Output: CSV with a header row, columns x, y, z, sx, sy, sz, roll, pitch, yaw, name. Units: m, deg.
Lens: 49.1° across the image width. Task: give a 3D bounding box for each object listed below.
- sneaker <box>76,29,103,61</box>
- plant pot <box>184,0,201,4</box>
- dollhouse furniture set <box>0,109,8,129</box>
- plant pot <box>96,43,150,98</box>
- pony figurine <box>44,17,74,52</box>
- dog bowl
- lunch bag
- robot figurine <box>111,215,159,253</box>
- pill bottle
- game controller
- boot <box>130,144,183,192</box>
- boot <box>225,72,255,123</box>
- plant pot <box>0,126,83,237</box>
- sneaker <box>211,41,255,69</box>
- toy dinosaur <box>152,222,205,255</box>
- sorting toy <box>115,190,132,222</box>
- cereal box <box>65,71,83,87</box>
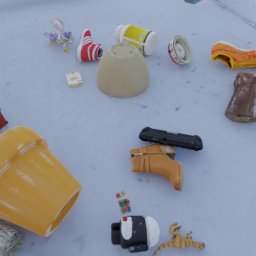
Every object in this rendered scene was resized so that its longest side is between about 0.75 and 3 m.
x,y,z,sx,sy,sz,roll,pitch,yaw,name
-1.806,-4.223,14.271,1.289,0.816,2.292,1,54,6,sneaker
2.214,-4.677,9.460,0.774,0.791,0.776,-36,47,-17,plant pot
-5.615,-0.954,9.874,1.523,2.830,1.151,25,56,20,dollhouse furniture set
-0.229,-2.724,12.307,2.464,1.654,2.464,0,47,1,plant pot
-3.613,-4.842,14.762,1.532,1.322,1.587,25,39,-21,pony figurine
2.475,-3.699,13.520,0.523,1.418,1.418,-16,29,47,dog bowl
-3.398,2.927,7.571,0.985,0.826,0.686,22,51,20,lunch bag
0.198,2.866,7.657,1.319,0.823,0.991,-3,67,-3,robot figurine
0.384,-4.584,14.364,2.080,1.170,1.170,25,52,22,pill bottle
1.537,0.370,10.029,2.262,0.476,1.180,11,8,9,game controller
0.900,1.328,9.163,1.575,0.750,2.036,-4,35,-5,boot
5.475,-1.143,11.298,2.700,0.931,2.897,7,43,24,boot
-2.698,1.654,7.833,2.374,2.593,2.593,34,54,8,plant pot
5.443,-3.238,13.421,2.979,1.087,1.149,15,76,13,sneaker
1.311,3.094,7.657,1.641,0.496,0.872,-5,48,-4,toy dinosaur
-0.062,1.943,7.069,0.369,0.130,0.766,0,64,-43,sorting toy
-2.478,-2.263,12.873,0.647,0.178,0.899,-14,48,-12,cereal box
